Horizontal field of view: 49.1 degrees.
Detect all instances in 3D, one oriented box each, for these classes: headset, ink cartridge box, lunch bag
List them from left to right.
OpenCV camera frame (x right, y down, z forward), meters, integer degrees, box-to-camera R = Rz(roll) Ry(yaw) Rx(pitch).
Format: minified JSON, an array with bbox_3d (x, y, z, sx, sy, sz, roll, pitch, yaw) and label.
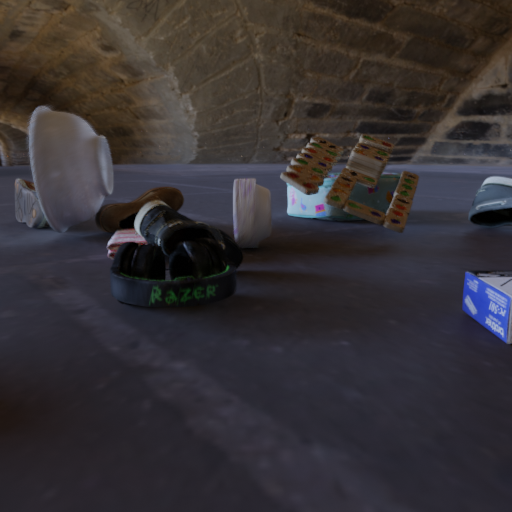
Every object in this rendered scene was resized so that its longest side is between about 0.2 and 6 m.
[{"bbox_3d":[-1.002,0.026,6.369,1.333,1.014,2.159,-3,10,-18],"label":"headset"},{"bbox_3d":[2.201,-1.539,13.935,2.812,1.084,2.255,-6,13,-28],"label":"lunch bag"},{"bbox_3d":[3.299,0.470,5.541,2.148,0.475,1.010,0,13,-2],"label":"ink cartridge box"}]

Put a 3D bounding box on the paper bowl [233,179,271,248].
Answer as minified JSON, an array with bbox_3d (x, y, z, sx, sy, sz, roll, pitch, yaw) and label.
[{"bbox_3d":[-0.053,-0.728,9.588,0.620,1.193,1.193,0,11,3],"label":"paper bowl"}]

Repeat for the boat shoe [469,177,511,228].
[{"bbox_3d":[5.702,-0.713,10.946,1.016,1.198,3.289,-49,38,-12],"label":"boat shoe"}]

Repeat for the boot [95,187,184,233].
[{"bbox_3d":[-2.203,-0.908,11.715,0.826,0.806,2.190,11,25,38],"label":"boot"}]

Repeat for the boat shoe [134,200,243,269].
[{"bbox_3d":[-0.724,-0.095,7.186,0.632,0.671,1.870,30,1,36],"label":"boat shoe"}]

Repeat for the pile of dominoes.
[{"bbox_3d":[2.188,-1.896,12.205,2.755,0.563,3.535,22,31,9],"label":"pile of dominoes"}]

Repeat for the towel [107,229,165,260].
[{"bbox_3d":[-1.610,-0.223,9.508,1.636,0.334,2.235,-2,9,-9],"label":"towel"}]

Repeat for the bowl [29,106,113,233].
[{"bbox_3d":[-3.348,-1.657,10.593,1.064,2.368,2.368,-6,12,-4],"label":"bowl"}]

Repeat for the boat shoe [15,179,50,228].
[{"bbox_3d":[-4.872,-1.166,12.722,0.933,0.985,2.600,-3,21,-34],"label":"boat shoe"}]
